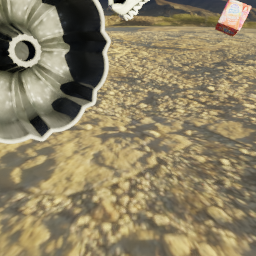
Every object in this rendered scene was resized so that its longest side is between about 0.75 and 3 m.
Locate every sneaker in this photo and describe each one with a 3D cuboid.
[{"bbox_3d":[0.236,-2.984,5.924,0.652,1.610,0.605,4,56,-51],"label":"sneaker"}]

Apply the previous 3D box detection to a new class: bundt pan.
[{"bbox_3d":[-1.849,-1.313,4.688,3.011,3.011,1.130,-15,23,-30],"label":"bundt pan"}]

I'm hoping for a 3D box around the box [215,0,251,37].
[{"bbox_3d":[3.794,-3.998,10.270,0.808,0.875,1.706,26,14,8],"label":"box"}]
